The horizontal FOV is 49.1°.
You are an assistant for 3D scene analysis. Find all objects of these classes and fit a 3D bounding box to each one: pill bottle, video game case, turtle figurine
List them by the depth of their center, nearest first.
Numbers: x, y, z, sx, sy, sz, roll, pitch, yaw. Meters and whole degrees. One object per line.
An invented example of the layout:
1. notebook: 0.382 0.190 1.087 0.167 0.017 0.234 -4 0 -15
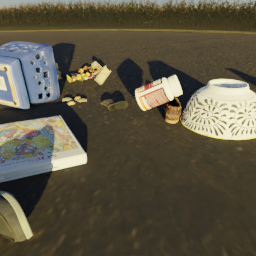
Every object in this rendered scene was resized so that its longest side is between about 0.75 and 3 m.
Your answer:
1. video game case: -2.747 0.431 7.437 2.589 0.326 2.845 -10 26 -23
2. pill bottle: 1.025 -1.185 9.329 1.419 0.810 0.810 -20 18 19
3. turtle figurine: -2.434 -2.604 14.132 1.204 0.481 1.493 -17 37 -17

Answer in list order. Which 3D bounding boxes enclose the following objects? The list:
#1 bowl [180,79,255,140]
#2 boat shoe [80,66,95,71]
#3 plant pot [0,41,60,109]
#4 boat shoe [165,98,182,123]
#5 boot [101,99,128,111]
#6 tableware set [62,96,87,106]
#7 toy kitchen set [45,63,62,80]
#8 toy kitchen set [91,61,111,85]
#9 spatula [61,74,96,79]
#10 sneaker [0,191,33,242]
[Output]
1. bowl: 3.144 -0.800 9.018 2.802 1.315 2.802 1 24 0
2. boat shoe: -2.384 -3.492 16.341 0.928 0.326 0.327 1 26 6
3. plant pot: -4.182 -1.979 10.749 2.198 2.198 1.976 12 33 25
4. boat shoe: 1.600 -0.754 9.778 0.621 0.620 1.764 4 23 5
5. boot: -0.518 -0.944 10.585 0.884 0.306 0.770 -12 27 -21
6. tableware set: -2.130 -1.104 11.198 0.950 0.110 0.794 -12 26 -26
7. toy kitchen set: -4.062 -2.941 14.526 0.851 0.769 0.943 -21 31 -39
8. toy kitchen set: -1.535 -2.569 13.338 0.993 0.810 0.896 -10 43 54
9. spatula: -2.546 -2.767 14.816 2.218 0.228 0.627 1 22 3
10. sneaker: -2.473 1.553 4.533 2.076 0.776 1.103 8 28 40
